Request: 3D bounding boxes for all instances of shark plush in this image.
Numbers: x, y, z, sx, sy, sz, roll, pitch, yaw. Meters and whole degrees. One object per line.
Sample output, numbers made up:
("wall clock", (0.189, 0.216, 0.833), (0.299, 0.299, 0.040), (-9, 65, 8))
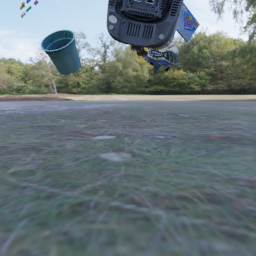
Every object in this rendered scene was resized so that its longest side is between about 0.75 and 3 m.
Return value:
("shark plush", (1.234, -2.625, 10.914), (1.144, 1.049, 2.519), (-32, -7, -24))

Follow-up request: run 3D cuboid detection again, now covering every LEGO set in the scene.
("LEGO set", (-3.502, -4.260, 9.710), (0.324, 0.851, 0.349), (42, -12, -16))

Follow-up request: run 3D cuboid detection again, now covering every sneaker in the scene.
("sneaker", (1.078, -2.256, 9.080), (1.177, 0.462, 0.525), (8, -16, -22))

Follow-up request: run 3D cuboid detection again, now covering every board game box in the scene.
("board game box", (2.077, -4.080, 10.626), (1.642, 0.845, 0.160), (29, 10, -44))

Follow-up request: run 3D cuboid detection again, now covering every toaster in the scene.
("toaster", (0.359, -2.079, 4.332), (1.063, 1.870, 1.208), (12, 10, 8))

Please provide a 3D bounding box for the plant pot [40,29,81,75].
("plant pot", (-2.622, -3.013, 11.443), (1.412, 1.383, 1.412), (-7, 50, 8))
